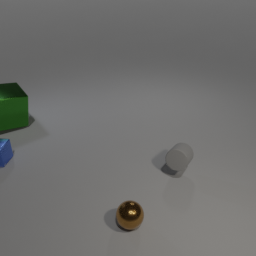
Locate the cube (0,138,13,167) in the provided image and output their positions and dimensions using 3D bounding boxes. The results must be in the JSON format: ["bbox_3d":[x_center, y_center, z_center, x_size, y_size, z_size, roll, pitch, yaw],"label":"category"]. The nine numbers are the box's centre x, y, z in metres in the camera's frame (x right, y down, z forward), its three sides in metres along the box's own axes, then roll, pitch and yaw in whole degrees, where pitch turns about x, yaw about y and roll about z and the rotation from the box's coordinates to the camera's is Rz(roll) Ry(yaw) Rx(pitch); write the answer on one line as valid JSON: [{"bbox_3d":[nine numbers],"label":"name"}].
[{"bbox_3d":[-4.380,0.814,9.367,0.700,0.700,0.700,3,29,5],"label":"cube"}]

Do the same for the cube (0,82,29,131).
[{"bbox_3d":[-4.928,-0.875,11.260,1.400,1.400,1.400,-13,38,-35],"label":"cube"}]

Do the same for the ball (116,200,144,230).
[{"bbox_3d":[0.050,2.157,6.958,0.700,0.700,0.700,0,29,0],"label":"ball"}]

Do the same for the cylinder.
[{"bbox_3d":[1.588,0.877,8.600,0.700,0.700,0.700,14,20,23],"label":"cylinder"}]
